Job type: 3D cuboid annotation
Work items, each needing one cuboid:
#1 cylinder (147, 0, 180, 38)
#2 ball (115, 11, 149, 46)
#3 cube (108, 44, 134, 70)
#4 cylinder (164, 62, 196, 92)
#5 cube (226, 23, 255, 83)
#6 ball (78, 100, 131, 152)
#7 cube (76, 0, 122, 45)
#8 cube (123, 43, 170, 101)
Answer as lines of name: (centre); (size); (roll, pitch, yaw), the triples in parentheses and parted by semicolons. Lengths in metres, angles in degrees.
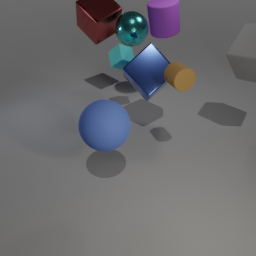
cylinder: (1.631, -5.007, 12.663); (1.400, 1.400, 1.400); (-7, 41, 6)
ball: (0.159, -4.144, 11.731); (1.400, 1.400, 1.400); (0, 33, 0)
cube: (-0.260, -2.819, 11.197); (0.700, 0.700, 0.700); (3, -19, -42)
cylinder: (1.507, -1.511, 8.209); (0.700, 0.700, 0.700); (-11, 32, -16)
cube: (4.456, -2.494, 9.494); (1.400, 1.400, 1.400); (25, 78, 44)
ball: (-0.631, -0.065, 7.574); (1.400, 1.400, 1.400); (0, 33, 0)
cube: (-1.273, -4.803, 12.127); (1.400, 1.400, 1.400); (-38, 77, -20)
cube: (0.787, -2.051, 10.556); (1.400, 1.400, 1.400); (-42, -2, 0)
